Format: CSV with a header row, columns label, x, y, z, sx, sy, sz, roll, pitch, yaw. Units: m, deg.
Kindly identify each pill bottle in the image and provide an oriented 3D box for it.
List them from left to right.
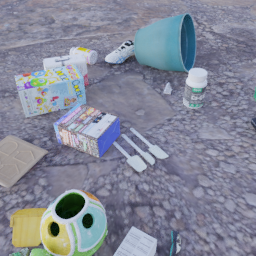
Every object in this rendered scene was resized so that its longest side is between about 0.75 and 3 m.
label,x,y,z,sx,sy,sz,roll,pitch,yaw
pill bottle,-2.610,-4.241,16.282,1.549,0.808,0.808,21,45,22
pill bottle,3.073,-1.803,12.763,0.948,1.677,0.948,-1,40,1

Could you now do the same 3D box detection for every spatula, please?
label,x,y,z,sx,sy,sz,roll,pitch,yaw
spatula,0.312,0.769,10.910,1.514,0.175,2.177,-27,47,-26

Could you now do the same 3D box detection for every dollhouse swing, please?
label,x,y,z,sx,sy,sz,roll,pitch,yaw
dollhouse swing,-2.896,2.947,8.361,0.986,0.867,0.896,-3,-1,-2

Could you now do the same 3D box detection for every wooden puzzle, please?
label,x,y,z,sx,sy,sz,roll,pitch,yaw
wooden puzzle,-4.288,1.212,10.202,1.943,0.486,2.098,20,40,21

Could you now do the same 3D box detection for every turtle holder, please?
label,x,y,z,sx,sy,sz,roll,pitch,yaw
turtle holder,-1.668,2.665,7.551,2.320,1.648,1.763,-22,46,-24

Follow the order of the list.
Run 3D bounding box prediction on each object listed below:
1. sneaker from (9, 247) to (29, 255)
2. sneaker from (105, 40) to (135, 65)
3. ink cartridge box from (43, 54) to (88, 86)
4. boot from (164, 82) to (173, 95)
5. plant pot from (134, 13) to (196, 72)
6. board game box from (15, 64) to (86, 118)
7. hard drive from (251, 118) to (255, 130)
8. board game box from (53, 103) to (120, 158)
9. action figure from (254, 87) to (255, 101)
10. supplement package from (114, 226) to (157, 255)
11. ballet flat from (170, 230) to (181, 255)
label,x,y,z,sx,sy,sz,roll,pitch,yaw
sneaker,-3.060,3.502,7.561,0.820,0.364,0.315,-31,49,-31
sneaker,-0.248,-4.554,16.497,1.035,1.044,2.880,33,52,31
ink cartridge box,-3.097,-2.797,14.075,2.020,1.471,0.856,-11,42,-13
boot,2.075,-1.957,14.057,0.391,0.301,0.819,18,51,11
plant pot,1.955,-4.470,15.212,2.783,2.962,2.962,3,38,28
board game box,-3.508,-1.748,12.860,2.796,1.466,1.440,-15,43,-17
hard drive,6.177,-0.049,11.710,1.766,0.374,1.191,-7,41,-8
board game box,-1.568,0.057,11.056,2.021,0.979,1.611,18,44,23
action figure,6.351,-1.624,13.653,0.548,0.254,0.928,22,52,22
supplement package,0.179,3.372,7.383,0.781,0.786,1.036,21,45,23
ballet flat,1.348,3.278,7.900,0.302,0.302,0.826,7,39,8
